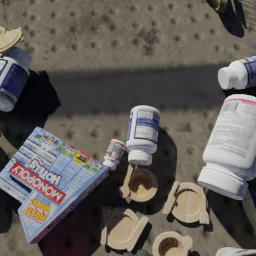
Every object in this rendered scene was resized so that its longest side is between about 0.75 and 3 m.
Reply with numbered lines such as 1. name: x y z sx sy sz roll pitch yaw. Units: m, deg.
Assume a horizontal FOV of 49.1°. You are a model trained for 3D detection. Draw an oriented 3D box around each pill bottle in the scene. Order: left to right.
1. pill bottle: -3.741 -1.550 8.718 1.072 1.072 1.853 16 69 6
2. pill bottle: -0.408 0.784 8.123 0.466 0.466 0.805 19 70 7
3. pill bottle: 0.428 0.239 8.116 0.884 0.884 1.591 7 69 3
4. pill bottle: 2.933 0.524 7.622 1.448 1.448 2.555 23 79 9
5. pill bottle: 3.764 -1.746 8.878 1.634 0.908 0.908 -16 69 -7

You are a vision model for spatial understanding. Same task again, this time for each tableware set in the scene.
1. tableware set: -4.648 -2.426 9.032 2.831 0.328 2.365 -45 50 -11
2. tableware set: 0.735 2.356 7.571 2.850 0.331 2.381 18 70 7

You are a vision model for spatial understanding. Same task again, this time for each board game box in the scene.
1. board game box: -2.297 1.576 7.621 2.617 0.807 2.615 29 71 11

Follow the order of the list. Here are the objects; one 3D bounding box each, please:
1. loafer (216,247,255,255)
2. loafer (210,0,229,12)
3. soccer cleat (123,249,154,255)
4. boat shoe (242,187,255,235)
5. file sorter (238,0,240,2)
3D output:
1. loafer: 3.598 3.526 6.737 2.869 1.001 1.003 8 67 3
2. loafer: 3.149 -5.043 10.312 0.699 0.789 2.074 -7 60 0
3. soccer cleat: -0.588 3.734 6.686 2.761 0.964 1.192 -8 69 -4
4. boat shoe: 3.549 2.368 7.423 0.530 0.603 1.693 -16 72 -5
5. file sorter: 3.976 -5.221 10.133 0.622 1.000 0.694 -35 66 32
